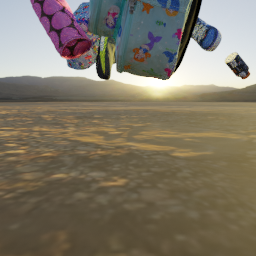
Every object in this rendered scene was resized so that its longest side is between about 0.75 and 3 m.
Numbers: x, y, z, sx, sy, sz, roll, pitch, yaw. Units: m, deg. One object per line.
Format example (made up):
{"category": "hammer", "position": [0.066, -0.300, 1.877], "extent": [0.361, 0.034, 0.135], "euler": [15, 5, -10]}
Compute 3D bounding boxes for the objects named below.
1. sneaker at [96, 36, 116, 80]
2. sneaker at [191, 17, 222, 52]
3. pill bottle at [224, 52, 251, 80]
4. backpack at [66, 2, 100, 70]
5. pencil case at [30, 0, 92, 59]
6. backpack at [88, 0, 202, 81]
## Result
{"category": "sneaker", "position": [-0.240, -2.576, 8.404], "extent": [1.123, 2.776, 1.026], "euler": [16, -26, -5]}
{"category": "sneaker", "position": [2.293, -3.557, 10.000], "extent": [1.546, 0.851, 2.112], "euler": [17, 34, -20]}
{"category": "pill bottle", "position": [4.104, -2.271, 10.394], "extent": [1.036, 0.550, 0.550], "euler": [41, -8, -20]}
{"category": "backpack", "position": [-1.585, -3.382, 10.538], "extent": [2.148, 2.353, 1.583], "euler": [27, -16, 46]}
{"category": "pencil case", "position": [-1.944, -3.129, 8.312], "extent": [1.106, 2.437, 1.141], "euler": [-35, -21, 19]}
{"category": "backpack", "position": [0.366, -2.443, 5.496], "extent": [2.185, 2.902, 2.576], "euler": [5, 24, -3]}
